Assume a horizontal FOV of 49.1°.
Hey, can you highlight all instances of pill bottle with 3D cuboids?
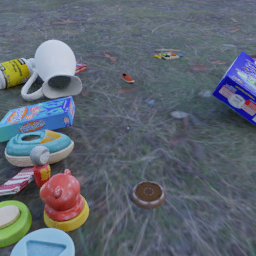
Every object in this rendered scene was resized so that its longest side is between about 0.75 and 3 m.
[{"bbox_3d":[-4.518,-2.263,11.335,0.961,0.961,1.710,28,42,35],"label":"pill bottle"}]

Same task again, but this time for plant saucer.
[{"bbox_3d":[0.465,1.488,6.397,0.824,0.132,0.824,-1,34,0],"label":"plant saucer"}]

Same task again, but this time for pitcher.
[{"bbox_3d":[-3.064,-2.184,10.822,2.223,1.571,2.591,-17,50,-5],"label":"pitcher"}]

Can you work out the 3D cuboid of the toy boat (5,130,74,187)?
[{"bbox_3d":[-2.135,0.547,6.846,1.699,0.939,2.021,-7,23,-17],"label":"toy boat"}]

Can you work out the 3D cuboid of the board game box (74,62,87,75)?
[{"bbox_3d":[-3.219,-2.894,12.981,2.405,0.234,1.238,21,40,28],"label":"board game box"}]

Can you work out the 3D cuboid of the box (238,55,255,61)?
[{"bbox_3d":[5.075,-2.419,11.620,0.923,0.914,1.113,3,33,5],"label":"box"}]

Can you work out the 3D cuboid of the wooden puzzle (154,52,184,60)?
[{"bbox_3d":[2.080,-3.703,14.278,1.355,0.158,0.914,-17,37,-24],"label":"wooden puzzle"}]

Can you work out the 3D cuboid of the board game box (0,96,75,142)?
[{"bbox_3d":[-2.649,-0.313,8.299,2.038,0.459,1.550,-14,24,-2],"label":"board game box"}]

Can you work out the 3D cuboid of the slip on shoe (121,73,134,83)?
[{"bbox_3d":[-0.015,-2.094,11.756,0.285,0.235,0.768,-20,40,-30],"label":"slip on shoe"}]

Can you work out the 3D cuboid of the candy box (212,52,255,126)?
[{"bbox_3d":[4.100,-1.294,9.255,2.005,0.913,2.371,38,45,7],"label":"candy box"}]

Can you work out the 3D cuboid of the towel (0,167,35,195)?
[{"bbox_3d":[-2.493,1.189,6.452,0.786,0.124,1.091,-13,16,26],"label":"towel"}]

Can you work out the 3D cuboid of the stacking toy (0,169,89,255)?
[{"bbox_3d":[-1.887,1.825,5.071,2.172,1.013,2.399,-1,33,-2],"label":"stacking toy"}]
